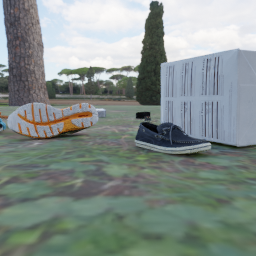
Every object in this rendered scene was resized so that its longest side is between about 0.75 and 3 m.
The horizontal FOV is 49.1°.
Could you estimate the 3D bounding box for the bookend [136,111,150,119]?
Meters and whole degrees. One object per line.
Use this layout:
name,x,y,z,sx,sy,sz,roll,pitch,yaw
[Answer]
bookend,0.715,-0.704,15.119,0.767,0.355,0.772,-2,6,-19

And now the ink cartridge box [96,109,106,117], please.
ink cartridge box,-2.402,-0.886,16.532,2.064,0.449,1.791,-1,5,-10

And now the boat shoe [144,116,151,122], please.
boat shoe,0.895,-0.415,12.742,0.307,0.263,0.840,1,7,0

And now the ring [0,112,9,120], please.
ring,-3.444,-0.341,9.525,2.818,0.270,2.818,7,-2,0

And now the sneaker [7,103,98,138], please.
sneaker,-1.987,-0.132,7.512,2.338,0.915,0.903,-3,-12,-32

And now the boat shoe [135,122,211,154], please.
boat shoe,0.784,0.171,5.373,0.650,0.543,1.743,-2,7,-39

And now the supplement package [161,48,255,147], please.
supplement package,2.618,-0.752,7.159,2.590,1.992,2.709,-3,6,-27

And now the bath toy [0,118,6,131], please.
bath toy,-4.142,-0.070,8.387,0.500,0.425,1.150,0,6,4
